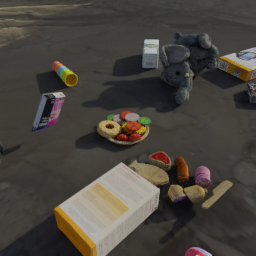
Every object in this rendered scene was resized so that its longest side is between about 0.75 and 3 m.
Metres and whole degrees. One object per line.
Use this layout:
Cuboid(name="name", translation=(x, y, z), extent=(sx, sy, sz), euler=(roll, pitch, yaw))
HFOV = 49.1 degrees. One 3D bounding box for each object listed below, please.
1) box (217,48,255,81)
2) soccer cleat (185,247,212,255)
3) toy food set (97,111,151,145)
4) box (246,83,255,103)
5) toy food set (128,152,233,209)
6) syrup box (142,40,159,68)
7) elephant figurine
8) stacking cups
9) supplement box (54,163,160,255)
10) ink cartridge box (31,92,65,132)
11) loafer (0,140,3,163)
Cuboid(name="box", translation=(5.722, -2.995, 12.826), extent=(2.819, 0.585, 1.678), euler=(-18, 41, -26))
Cuboid(name="soccer cleat", translation=(1.988, 2.977, 4.902), extent=(0.872, 0.761, 2.281), euler=(1, 24, -44))
Cuboid(name="toy food set", translation=(-0.088, -0.038, 9.037), extent=(1.562, 0.380, 1.546), euler=(18, 41, 23))
Cuboid(name="box", translation=(5.314, -1.302, 10.750), extent=(1.320, 0.328, 1.041), euler=(5, 37, 7))
Cuboid(name="toy food set", translation=(1.333, 1.296, 7.339), extent=(1.543, 0.382, 2.427), euler=(-28, 38, -33))
Cuboid(name="syrup box", translation=(1.093, -3.587, 13.436), extent=(0.707, 0.731, 1.796), euler=(3, 37, 4))
Cuboid(name="elephant figurine", translation=(2.065, -2.525, 11.289), extent=(2.902, 2.053, 2.251), euler=(-38, 21, -20))
Cuboid(name="stacking cups", translation=(-2.822, -2.374, 12.042), extent=(0.576, 0.576, 1.904), euler=(-22, 39, -26))
Cuboid(name="supplement box", translation=(-0.420, 1.812, 6.284), extent=(2.023, 0.744, 1.275), euler=(-31, 47, -34))
Cuboid(name="ink cartridge box", translation=(-2.364, -0.416, 8.267), extent=(0.258, 1.391, 0.659), euler=(45, 35, 21))
Cuboid(name="loafer", translation=(-4.062, 0.855, 7.253), extent=(0.988, 0.981, 2.715), euler=(2, 30, -1))
